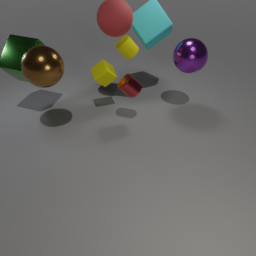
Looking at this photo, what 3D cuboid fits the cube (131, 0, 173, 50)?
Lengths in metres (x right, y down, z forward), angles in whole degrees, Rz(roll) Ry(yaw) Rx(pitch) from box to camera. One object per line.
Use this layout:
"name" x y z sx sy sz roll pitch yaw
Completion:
"cube" 1.004 -4.545 12.382 1.400 1.400 1.400 -35 0 9

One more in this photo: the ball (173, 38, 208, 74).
"ball" 2.537 -2.929 11.402 1.400 1.400 1.400 0 33 0

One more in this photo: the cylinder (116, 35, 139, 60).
"cylinder" -0.031 -3.321 11.562 0.700 0.700 0.700 -29 39 27

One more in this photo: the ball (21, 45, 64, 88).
"ball" -2.870 -2.068 9.469 1.400 1.400 1.400 0 33 0

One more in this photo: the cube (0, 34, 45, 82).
"cube" -4.023 -2.705 11.266 1.400 1.400 1.400 14 80 16

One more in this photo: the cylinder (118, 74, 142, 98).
"cylinder" 0.072 -1.628 10.879 0.700 0.700 0.700 -37 30 26

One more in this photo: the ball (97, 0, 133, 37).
"ball" -0.500 -4.226 10.746 1.400 1.400 1.400 0 33 0

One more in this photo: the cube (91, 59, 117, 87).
"cube" -1.003 -2.280 11.677 0.700 0.700 0.700 24 39 -51
